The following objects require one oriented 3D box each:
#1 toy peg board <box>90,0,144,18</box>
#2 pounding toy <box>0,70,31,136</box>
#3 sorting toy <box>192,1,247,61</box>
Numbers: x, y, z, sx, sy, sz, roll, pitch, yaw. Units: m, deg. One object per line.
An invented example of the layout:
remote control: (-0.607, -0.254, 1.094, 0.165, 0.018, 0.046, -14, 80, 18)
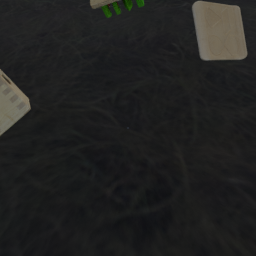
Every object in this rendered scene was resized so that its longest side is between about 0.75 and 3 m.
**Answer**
toy peg board: (-0.276, -4.165, 8.359, 1.580, 0.773, 1.573, -12, 64, 13)
pounding toy: (-2.812, -0.524, 5.139, 1.874, 1.447, 2.036, -43, 23, -7)
sorting toy: (2.371, -2.887, 7.472, 1.630, 2.205, 0.325, -10, 1, -29)
